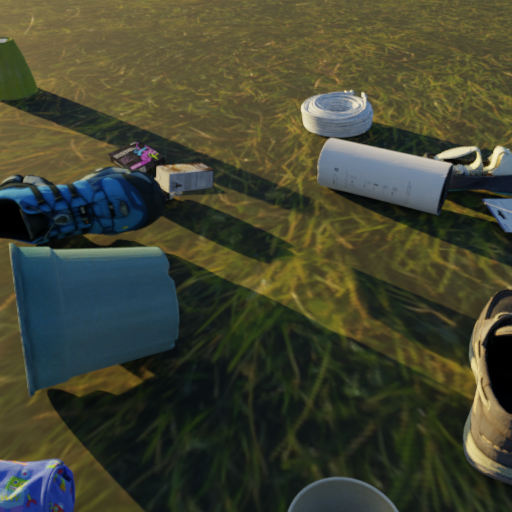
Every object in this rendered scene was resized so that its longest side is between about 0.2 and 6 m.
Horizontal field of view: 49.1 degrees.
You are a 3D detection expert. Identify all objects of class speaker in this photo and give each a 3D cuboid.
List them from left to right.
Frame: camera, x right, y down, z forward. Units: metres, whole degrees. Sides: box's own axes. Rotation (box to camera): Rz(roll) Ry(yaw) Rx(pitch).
[{"bbox_3d":[2.621,-1.644,11.497,2.610,1.060,1.060,17,39,24],"label":"speaker"}]

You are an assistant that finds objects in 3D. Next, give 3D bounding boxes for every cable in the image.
[{"bbox_3d":[2.133,-3.746,14.850,1.895,0.656,1.894,-2,37,-2],"label":"cable"}]

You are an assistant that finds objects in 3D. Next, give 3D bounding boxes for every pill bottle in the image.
[{"bbox_3d":[-2.005,-1.369,11.600,0.848,0.493,0.493,-13,37,-17],"label":"pill bottle"}]

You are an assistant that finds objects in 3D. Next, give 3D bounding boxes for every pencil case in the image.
[{"bbox_3d":[-2.925,2.482,5.829,2.023,0.789,0.878,3,56,2],"label":"pencil case"}]

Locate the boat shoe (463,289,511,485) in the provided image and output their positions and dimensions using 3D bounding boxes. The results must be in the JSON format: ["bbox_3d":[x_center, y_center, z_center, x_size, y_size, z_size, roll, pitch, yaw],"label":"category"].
[{"bbox_3d":[3.391,1.344,7.134,1.188,1.169,3.189,11,37,15],"label":"boat shoe"}]

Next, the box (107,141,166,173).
[{"bbox_3d":[-2.797,-2.269,13.041,0.858,0.217,1.200,-33,45,-28],"label":"box"}]

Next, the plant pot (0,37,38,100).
[{"bbox_3d":[-7.471,-5.667,16.789,1.456,1.556,1.456,0,35,0],"label":"plant pot"}]

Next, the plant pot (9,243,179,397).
[{"bbox_3d":[-2.140,0.705,7.473,1.918,1.958,1.958,-7,35,-22],"label":"plant pot"}]

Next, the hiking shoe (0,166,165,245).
[{"bbox_3d":[-3.329,-0.693,9.942,3.536,1.315,1.533,-2,31,18],"label":"hiking shoe"}]

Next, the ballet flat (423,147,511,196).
[{"bbox_3d":[4.784,-1.814,11.823,2.833,1.035,1.035,3,35,3],"label":"ballet flat"}]

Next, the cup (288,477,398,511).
[{"bbox_3d":[0.815,2.836,5.334,1.110,0.794,1.110,1,33,0],"label":"cup"}]

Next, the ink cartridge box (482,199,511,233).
[{"bbox_3d":[5.193,-0.707,10.848,1.292,0.262,1.290,0,35,0],"label":"ink cartridge box"}]

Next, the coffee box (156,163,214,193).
[{"bbox_3d":[-1.368,-1.521,10.839,0.975,0.389,0.558,-12,30,-33],"label":"coffee box"}]
